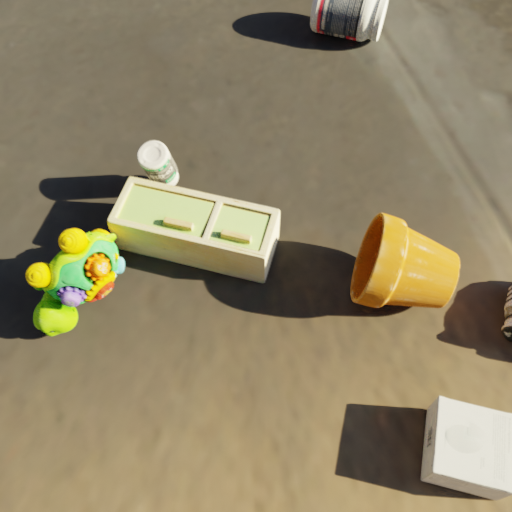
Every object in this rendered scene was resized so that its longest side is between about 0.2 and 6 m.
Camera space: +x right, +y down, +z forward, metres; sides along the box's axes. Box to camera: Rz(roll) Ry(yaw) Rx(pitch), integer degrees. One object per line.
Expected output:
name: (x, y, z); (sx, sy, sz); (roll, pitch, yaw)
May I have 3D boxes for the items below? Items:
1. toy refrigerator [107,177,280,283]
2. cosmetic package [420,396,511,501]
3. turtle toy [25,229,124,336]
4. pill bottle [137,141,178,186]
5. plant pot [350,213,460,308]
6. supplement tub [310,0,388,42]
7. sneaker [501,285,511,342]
toy refrigerator: (-0.944, -0.437, 8.785); (2.495, 0.873, 0.947); (14, 59, 8)
cosmetic package: (2.713, 2.460, 7.174); (0.993, 0.611, 0.990); (13, 60, 8)
turtle toy: (-2.606, 0.360, 8.087); (0.901, 1.299, 1.783); (45, 97, 3)
pill bottle: (-1.580, -1.462, 9.166); (0.506, 0.895, 0.506); (-2, 73, 6)
plant pot: (2.198, 0.197, 8.192); (1.248, 1.363, 1.363); (16, 60, -2)
supplement tub: (1.892, -4.984, 11.473); (1.421, 0.997, 0.997); (16, 60, 10)
sneaker: (4.705, 0.803, 8.070); (2.129, 0.803, 1.225); (12, 61, 10)
